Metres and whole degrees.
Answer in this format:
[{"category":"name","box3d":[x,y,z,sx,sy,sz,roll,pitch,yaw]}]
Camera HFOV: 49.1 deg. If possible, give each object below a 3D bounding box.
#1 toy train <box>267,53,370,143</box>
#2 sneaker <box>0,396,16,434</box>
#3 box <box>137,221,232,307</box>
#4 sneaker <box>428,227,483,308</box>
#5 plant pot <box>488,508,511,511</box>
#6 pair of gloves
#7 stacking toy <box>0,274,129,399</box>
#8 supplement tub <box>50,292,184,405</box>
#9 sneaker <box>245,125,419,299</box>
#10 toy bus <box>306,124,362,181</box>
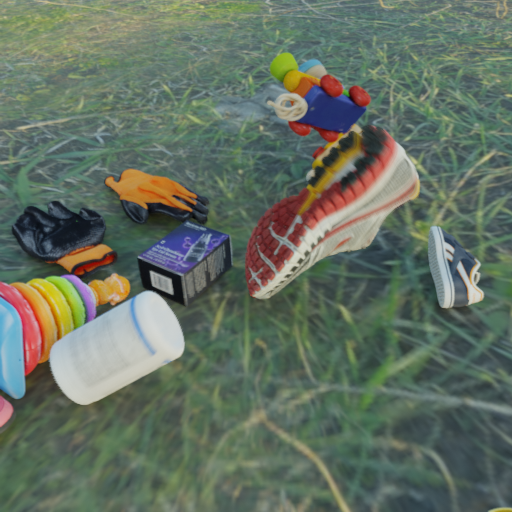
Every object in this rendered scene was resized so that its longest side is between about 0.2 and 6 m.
[{"category":"toy train","box3d":[0.745,-3.073,10.115,2.691,1.139,1.557,-2,52,-49]},{"category":"sneaker","box3d":[-3.849,1.638,6.649,2.041,0.885,0.752,12,37,15]},{"category":"box","box3d":[-1.112,0.091,9.010,0.937,0.661,1.266,19,41,26]},{"category":"sneaker","box3d":[3.169,0.171,8.969,0.652,0.644,1.643,-2,46,6]},{"category":"plant pot","box3d":[2.371,2.864,5.173,0.806,0.572,0.806,1,35,0]},{"category":"pair of gloves","box3d":[-2.665,-0.709,10.371,3.286,0.406,2.927,-30,39,-33]},{"category":"stacking toy","box3d":[-2.751,0.742,7.834,1.317,1.393,2.400,25,31,30]},{"category":"supplement tub","box3d":[-1.694,1.132,6.928,1.396,0.921,0.921,-28,36,7]},{"category":"sneaker","box3d":[1.030,-0.339,8.127,1.298,3.159,1.230,30,32,-33]},{"category":"toy bus","box3d":[1.665,-1.779,11.341,1.959,1.012,1.848,5,61,-18]}]
